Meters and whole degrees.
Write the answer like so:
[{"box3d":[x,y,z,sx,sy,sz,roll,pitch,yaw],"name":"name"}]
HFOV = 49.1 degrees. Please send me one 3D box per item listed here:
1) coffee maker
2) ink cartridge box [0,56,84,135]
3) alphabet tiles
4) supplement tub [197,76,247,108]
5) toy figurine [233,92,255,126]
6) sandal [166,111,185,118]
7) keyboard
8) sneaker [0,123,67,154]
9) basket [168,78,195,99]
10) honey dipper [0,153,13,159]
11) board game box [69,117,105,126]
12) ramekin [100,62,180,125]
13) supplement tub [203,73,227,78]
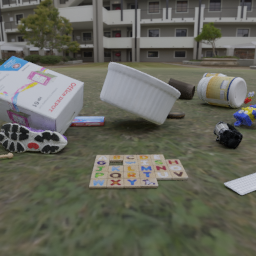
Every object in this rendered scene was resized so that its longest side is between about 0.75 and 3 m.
[{"box3d":[3.204,0.217,8.692,0.903,0.633,0.941,2,16,5],"name":"coffee maker"},{"box3d":[-3.135,-1.027,9.380,2.803,1.186,2.026,22,48,5],"name":"ink cartridge box"},{"box3d":[0.254,1.009,6.849,2.218,0.084,1.854,-1,15,-1],"name":"alphabet tiles"},{"box3d":[4.909,-1.943,14.761,1.545,1.545,2.140,-13,20,-40],"name":"supplement tub"},{"box3d":[4.918,-0.342,10.744,1.570,1.383,2.621,-31,17,-3],"name":"toy figurine"},{"box3d":[1.548,-0.714,12.251,1.924,0.525,0.786,0,15,2],"name":"sandal"},{"box3d":[2.910,1.170,6.248,1.696,0.090,0.477,-9,18,-29],"name":"keyboard"},{"box3d":[-2.812,0.362,8.354,2.042,0.823,0.852,11,2,5],"name":"sneaker"},{"box3d":[3.266,-2.310,17.119,1.488,1.341,1.012,17,58,23],"name":"basket"},{"box3d":[-3.740,0.799,7.360,1.337,0.254,0.254,-6,16,-29],"name":"honey dipper"},{"box3d":[-1.914,-0.270,11.286,1.922,0.187,0.989,-1,14,-2],"name":"board game box"},{"box3d":[0.372,-1.232,10.660,2.925,1.426,2.925,23,5,-2],"name":"ramekin"},{"box3d":[6.572,-3.524,21.185,1.641,1.187,1.187,14,21,41],"name":"supplement tub"}]
